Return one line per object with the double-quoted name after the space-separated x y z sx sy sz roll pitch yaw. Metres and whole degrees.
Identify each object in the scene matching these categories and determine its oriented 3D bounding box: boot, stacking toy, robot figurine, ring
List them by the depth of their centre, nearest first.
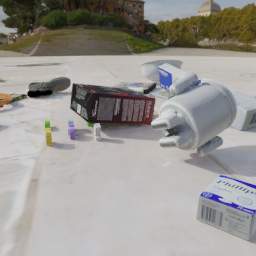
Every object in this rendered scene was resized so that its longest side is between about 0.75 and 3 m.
1.766 -0.334 7.096 2.427 2.058 1.371 -27 11 -27 "robot figurine"
-1.790 -0.048 8.763 1.565 0.488 2.076 -5 18 -16 "stacking toy"
-6.261 -1.076 12.095 2.462 0.236 2.462 -1 22 0 "ring"
-4.046 -2.009 14.633 2.345 0.794 1.532 -13 26 -16 "boot"

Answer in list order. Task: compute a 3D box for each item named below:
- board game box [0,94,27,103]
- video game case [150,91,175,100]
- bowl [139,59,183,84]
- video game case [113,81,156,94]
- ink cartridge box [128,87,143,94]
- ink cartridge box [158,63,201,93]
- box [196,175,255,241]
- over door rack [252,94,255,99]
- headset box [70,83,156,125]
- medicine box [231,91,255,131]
-5.729 -1.415 13.485 0.867 0.194 1.655 8 20 17 "board game box"
2.186 -1.729 14.442 1.614 0.178 1.469 -12 21 -32 "video game case"
2.108 -3.480 17.717 2.740 1.232 2.740 -2 4 0 "bowl"
0.372 -2.357 16.186 2.143 0.302 2.371 6 19 15 "video game case"
0.384 -1.784 14.255 0.794 0.407 1.074 1 19 2 "ink cartridge box"
2.326 -2.025 12.780 0.541 1.151 2.448 -25 38 -18 "ink cartridge box"
1.745 1.266 4.655 0.868 0.495 0.943 14 22 35 "box"
5.976 -1.104 11.261 1.683 0.759 2.278 6 -2 16 "over door rack"
-0.456 -0.852 9.871 2.644 0.992 1.965 1 17 -29 "headset box"
3.820 -0.657 9.732 1.336 0.755 1.467 -12 33 -33 "medicine box"
